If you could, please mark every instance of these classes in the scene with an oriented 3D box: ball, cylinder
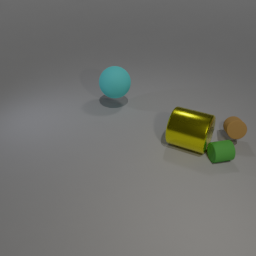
[{"bbox_3d":[-0.575,-2.008,12.332,1.400,1.400,1.400,0,33,0],"label":"ball"},{"bbox_3d":[3.893,-0.017,10.214,0.700,0.700,0.700,4,16,7],"label":"cylinder"},{"bbox_3d":[2.237,0.059,10.001,1.400,1.400,1.400,17,36,24],"label":"cylinder"},{"bbox_3d":[3.154,0.789,9.505,0.700,0.700,0.700,-7,33,-7],"label":"cylinder"}]
